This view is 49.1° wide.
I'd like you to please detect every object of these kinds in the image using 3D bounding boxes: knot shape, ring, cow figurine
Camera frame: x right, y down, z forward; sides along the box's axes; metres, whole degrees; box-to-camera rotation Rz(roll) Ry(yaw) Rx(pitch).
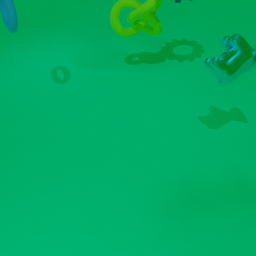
[{"bbox_3d":[0.465,-3.553,8.779,1.776,1.662,0.821,3,69,-33],"label":"knot shape"},{"bbox_3d":[-3.072,-3.018,7.146,0.228,1.140,1.140,-18,47,-26],"label":"ring"},{"bbox_3d":[2.340,-1.309,5.648,1.284,1.263,0.705,-50,15,3],"label":"cow figurine"}]

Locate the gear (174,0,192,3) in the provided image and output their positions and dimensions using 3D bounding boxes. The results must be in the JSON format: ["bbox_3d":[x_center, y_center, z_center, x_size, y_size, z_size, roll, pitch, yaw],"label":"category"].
[{"bbox_3d":[1.501,-4.452,7.835,1.726,1.726,0.319,1,3,1],"label":"gear"}]
